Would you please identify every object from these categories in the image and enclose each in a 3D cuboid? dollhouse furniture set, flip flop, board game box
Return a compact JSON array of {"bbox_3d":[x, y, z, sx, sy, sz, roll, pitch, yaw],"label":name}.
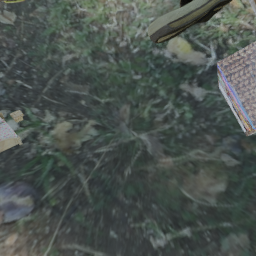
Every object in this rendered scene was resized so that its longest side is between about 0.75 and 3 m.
[{"bbox_3d":[-2.124,0.089,4.233,1.401,0.684,1.195,-30,47,-29],"label":"dollhouse furniture set"},{"bbox_3d":[1.390,-2.548,5.444,2.955,1.198,0.851,-36,94,-27],"label":"flip flop"},{"bbox_3d":[1.903,-0.519,4.272,0.638,1.317,1.050,-28,76,14],"label":"board game box"}]

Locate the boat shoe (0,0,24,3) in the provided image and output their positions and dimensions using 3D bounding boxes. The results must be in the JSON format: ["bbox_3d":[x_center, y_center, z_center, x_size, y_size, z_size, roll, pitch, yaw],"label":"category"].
[{"bbox_3d":[-3.036,-2.806,5.113,2.795,0.832,1.004,-15,89,-33],"label":"boat shoe"}]

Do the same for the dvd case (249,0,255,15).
[{"bbox_3d":[2.938,-3.430,6.739,0.210,1.708,2.394,-24,86,26],"label":"dvd case"}]
